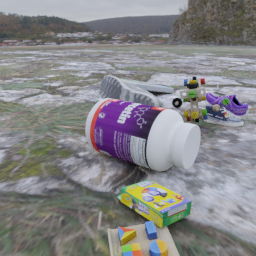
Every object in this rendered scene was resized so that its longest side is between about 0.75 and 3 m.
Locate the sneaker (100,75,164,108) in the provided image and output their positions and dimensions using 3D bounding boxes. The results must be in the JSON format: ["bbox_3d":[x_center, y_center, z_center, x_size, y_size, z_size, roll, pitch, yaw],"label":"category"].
[{"bbox_3d":[0.070,-1.064,9.985,2.652,0.991,1.087,32,18,30],"label":"sneaker"}]

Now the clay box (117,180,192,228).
[{"bbox_3d":[0.389,1.190,4.690,0.671,0.278,1.169,-9,18,-38],"label":"clay box"}]

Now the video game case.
[{"bbox_3d":[0.477,-1.966,12.762,2.444,0.270,2.225,-1,15,-42],"label":"video game case"}]

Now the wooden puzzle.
[{"bbox_3d":[0.204,1.585,3.865,0.914,0.212,0.847,-3,20,-9],"label":"wooden puzzle"}]

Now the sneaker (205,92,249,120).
[{"bbox_3d":[3.277,-0.878,9.305,0.646,0.669,1.603,-22,41,-40],"label":"sneaker"}]

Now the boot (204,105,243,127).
[{"bbox_3d":[3.005,-0.400,8.797,1.210,0.547,0.440,9,22,23],"label":"boot"}]

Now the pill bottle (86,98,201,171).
[{"bbox_3d":[0.305,0.141,6.183,2.367,1.331,1.331,13,24,32],"label":"pill bottle"}]

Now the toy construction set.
[{"bbox_3d":[2.083,-0.673,7.909,1.702,1.419,1.308,21,13,9],"label":"toy construction set"}]
